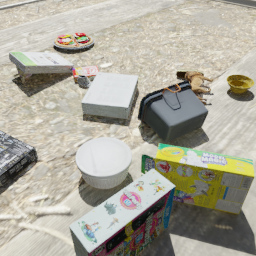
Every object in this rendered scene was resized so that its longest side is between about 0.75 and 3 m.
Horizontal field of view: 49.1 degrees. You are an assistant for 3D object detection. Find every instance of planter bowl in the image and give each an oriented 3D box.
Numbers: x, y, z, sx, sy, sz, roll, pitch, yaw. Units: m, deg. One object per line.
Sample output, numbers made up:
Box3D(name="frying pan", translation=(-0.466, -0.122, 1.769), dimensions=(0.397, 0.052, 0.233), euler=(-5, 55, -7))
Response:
Box3D(name="planter bowl", translation=(4.973, -1.900, 12.547), dimensions=(1.186, 0.494, 1.186), euler=(0, 40, 0))

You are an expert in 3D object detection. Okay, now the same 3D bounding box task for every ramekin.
Box3D(name="ramekin", translation=(-0.734, 1.118, 8.699), dimensions=(1.712, 0.797, 1.712), euler=(1, 40, 0))

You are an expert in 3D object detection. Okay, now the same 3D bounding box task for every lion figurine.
Box3D(name="lion figurine", translation=(3.007, -1.850, 12.275), dimensions=(1.228, 0.726, 2.005), euler=(18, 38, 7))

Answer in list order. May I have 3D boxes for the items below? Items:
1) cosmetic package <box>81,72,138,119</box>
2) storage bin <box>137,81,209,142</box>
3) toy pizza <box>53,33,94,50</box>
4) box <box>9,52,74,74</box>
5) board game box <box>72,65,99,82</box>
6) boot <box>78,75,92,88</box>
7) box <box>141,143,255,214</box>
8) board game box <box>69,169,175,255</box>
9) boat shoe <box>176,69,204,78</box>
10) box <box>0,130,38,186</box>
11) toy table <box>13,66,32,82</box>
Box3D(name="cosmetic package", translation=(-0.686, -1.454, 11.890), dimensions=(1.890, 0.648, 2.507), euler=(9, 41, 8))
Box3D(name="storage bin", translation=(1.772, -0.611, 10.304), dimensions=(2.291, 1.667, 1.539), euler=(-22, 55, -24))
Box3D(name="toy pizza", translation=(-3.195, -5.202, 16.464), dimensions=(2.431, 0.385, 2.431), euler=(1, 36, -1))
Box3D(name="box", translation=(-4.160, -3.172, 13.550), dimensions=(2.512, 0.456, 1.813), euler=(-10, 37, -42))
Box3D(name="board game box", translation=(-2.026, -2.636, 13.588), dimensions=(1.231, 0.285, 0.932), euler=(-9, 41, -11))
Box3D(name="boot", translation=(-1.903, -2.144, 12.860), dimensions=(0.979, 0.468, 0.360), euler=(17, 43, 19))
Box3D(name="box", translation=(1.759, 1.377, 7.710), dimensions=(2.834, 1.663, 0.685), euler=(9, 40, 10))
Box3D(name="board game box", translation=(-0.049, 2.303, 6.519), dimensions=(2.408, 1.776, 0.774), euler=(-30, 48, -31))
Box3D(name="boat shoe", translation=(2.998, -2.655, 13.462), dimensions=(1.319, 0.483, 0.413), euler=(11, 44, 13))
Box3D(name="box", translation=(-4.211, 0.894, 9.214), dimensions=(1.902, 0.473, 1.500), euler=(21, 44, 23))
Box3D(name="toy table", translation=(-4.982, -2.589, 13.250), dimensions=(0.844, 0.776, 0.494), euler=(-20, 19, 28))
